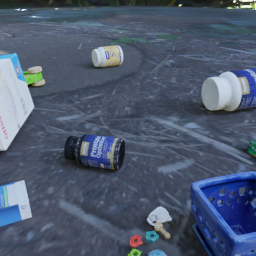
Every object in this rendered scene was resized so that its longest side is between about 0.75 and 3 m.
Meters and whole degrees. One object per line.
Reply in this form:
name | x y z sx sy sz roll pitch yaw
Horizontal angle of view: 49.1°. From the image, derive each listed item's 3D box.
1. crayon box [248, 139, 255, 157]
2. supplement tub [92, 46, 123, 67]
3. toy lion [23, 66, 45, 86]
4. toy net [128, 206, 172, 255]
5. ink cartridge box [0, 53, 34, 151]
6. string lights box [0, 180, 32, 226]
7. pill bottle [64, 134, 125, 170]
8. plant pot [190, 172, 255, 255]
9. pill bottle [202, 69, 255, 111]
crayon box | 4.032 0.681 7.517 0.776 0.381 1.307 -19 34 -30
supplement tub | -1.107 -3.836 15.045 1.449 1.054 1.054 -14 32 -24
toy lion | -5.224 -1.941 12.049 2.360 0.845 2.462 4 28 23
toy net | 0.447 2.023 5.250 0.717 0.264 1.367 3 27 12
ink cartridge box | -4.308 -0.775 8.213 1.930 1.965 2.669 -6 29 3
string lights box | -2.826 1.638 5.710 1.515 0.447 0.778 -12 31 -21
pill bottle | -0.855 0.595 7.242 1.453 0.813 0.813 6 29 12
plant pot | 1.915 1.692 4.810 1.364 1.227 1.364 -8 30 -14
pill bottle | 4.060 -1.375 10.201 2.471 1.430 1.430 -10 30 -14
